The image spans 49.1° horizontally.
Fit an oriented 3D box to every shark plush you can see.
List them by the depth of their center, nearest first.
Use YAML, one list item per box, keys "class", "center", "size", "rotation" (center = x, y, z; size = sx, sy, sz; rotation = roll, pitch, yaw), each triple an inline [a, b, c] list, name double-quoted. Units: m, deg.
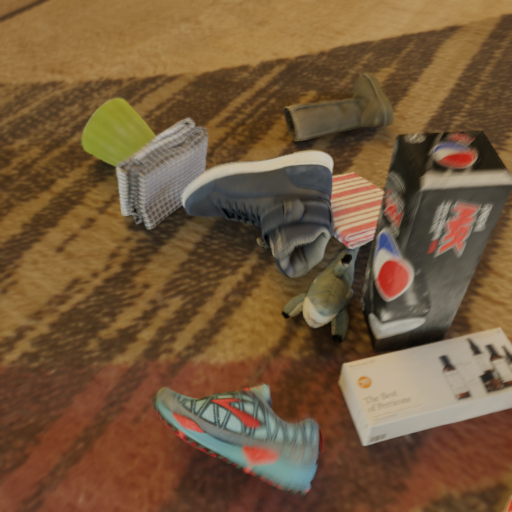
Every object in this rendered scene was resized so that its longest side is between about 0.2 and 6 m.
- class: "shark plush"
  center: [1.549, 0.439, 9.901]
  size: [1.154, 1.058, 2.539]
  rotation: [33, 51, 19]

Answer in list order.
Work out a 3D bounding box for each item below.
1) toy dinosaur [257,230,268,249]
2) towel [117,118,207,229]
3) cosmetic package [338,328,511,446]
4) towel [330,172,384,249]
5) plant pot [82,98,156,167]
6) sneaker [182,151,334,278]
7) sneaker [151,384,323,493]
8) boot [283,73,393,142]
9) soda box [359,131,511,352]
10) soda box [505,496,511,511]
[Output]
- class: "toy dinosaur"
  center: [0.473, -0.776, 11.463]
  size: [0.767, 0.413, 1.740]
  rotation: [40, 62, 18]
- class: "towel"
  center: [-1.842, -1.641, 11.446]
  size: [0.856, 1.657, 2.001]
  rotation: [38, 58, 15]
- class: "cosmetic package"
  center: [2.782, 1.986, 8.723]
  size: [2.727, 0.691, 1.126]
  rotation: [-11, 47, -10]
- class: "towel"
  center: [1.905, -0.977, 11.421]
  size: [1.794, 0.367, 2.451]
  rotation: [-15, 36, -22]
- class: "plant pot"
  center: [-2.813, -2.483, 12.552]
  size: [1.534, 1.435, 1.435]
  rotation: [37, 55, 7]
- class: "sneaker"
  center: [-0.031, -0.637, 10.709]
  size: [3.161, 1.202, 2.284]
  rotation: [-11, 63, 20]
- class: "sneaker"
  center: [-0.249, 2.360, 8.060]
  size: [2.520, 0.999, 1.204]
  rotation: [23, 69, 8]
- class: "boot"
  center: [1.921, -3.697, 14.003]
  size: [2.490, 0.904, 2.264]
  rotation: [-14, 39, 1]
- class: "soda box"
  center: [2.529, -0.051, 8.560]
  size: [1.303, 3.681, 1.166]
  rotation: [-4, 47, -4]
- class: "soda box"
  center: [4.183, 3.009, 7.526]
  size: [0.973, 1.041, 3.058]
  rotation: [28, 53, 24]
